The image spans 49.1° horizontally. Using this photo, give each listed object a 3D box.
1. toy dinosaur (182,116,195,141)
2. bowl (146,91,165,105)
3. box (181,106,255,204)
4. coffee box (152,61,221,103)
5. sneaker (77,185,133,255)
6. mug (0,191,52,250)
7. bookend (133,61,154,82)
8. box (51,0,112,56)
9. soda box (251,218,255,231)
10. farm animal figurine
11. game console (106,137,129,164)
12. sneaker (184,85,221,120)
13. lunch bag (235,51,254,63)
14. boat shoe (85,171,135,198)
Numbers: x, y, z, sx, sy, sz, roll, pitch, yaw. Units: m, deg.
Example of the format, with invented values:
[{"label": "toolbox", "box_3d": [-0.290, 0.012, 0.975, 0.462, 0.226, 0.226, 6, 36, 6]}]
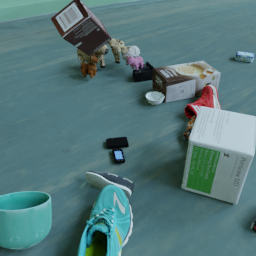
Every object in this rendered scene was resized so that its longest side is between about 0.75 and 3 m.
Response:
[{"label": "toy dinosaur", "box_3d": [2.324, 0.043, 9.373, 1.051, 0.791, 1.549, -11, 56, 12]}, {"label": "bowl", "box_3d": [1.082, -1.148, 11.281, 0.759, 0.341, 0.759, 1, 36, 0]}, {"label": "box", "box_3d": [2.430, 0.679, 7.532, 1.522, 1.768, 1.777, 13, 38, 17]}, {"label": "coffee box", "box_3d": [2.436, -2.006, 11.914, 2.465, 0.982, 1.409, -12, 38, -16]}, {"label": "sneaker", "box_3d": [-0.474, 2.216, 5.998, 1.047, 1.076, 2.702, 4, 35, 6]}, {"label": "mug", "box_3d": [-2.385, 2.029, 6.263, 1.275, 0.959, 1.551, -2, 4, -23]}, {"label": "bookend", "box_3d": [0.635, -2.671, 13.260, 1.069, 0.496, 1.076, -12, 37, -16]}, {"label": "box", "box_3d": [-1.022, -2.273, 6.503, 0.770, 0.576, 1.537, -33, -6, 13]}, {"label": "soda box", "box_3d": [3.285, 2.154, 6.743, 0.263, 0.294, 0.831, 28, 44, 37]}, {"label": "farm animal figurine", "box_3d": [-0.907, -3.614, 13.345, 2.996, 1.506, 2.419, -13, 31, -7]}, {"label": "game console", "box_3d": [-0.291, 0.699, 8.892, 0.716, 0.146, 1.213, -6, 37, -8]}, {"label": "sneaker", "box_3d": [2.764, -1.026, 10.726, 1.228, 0.833, 2.125, 3, 35, 2]}, {"label": "lunch bag", "box_3d": [6.224, -3.815, 14.955, 0.934, 0.385, 0.751, 15, 36, 18]}, {"label": "boat shoe", "box_3d": [-0.488, 1.450, 7.589, 1.368, 0.517, 0.413, 23, 41, 11]}]
